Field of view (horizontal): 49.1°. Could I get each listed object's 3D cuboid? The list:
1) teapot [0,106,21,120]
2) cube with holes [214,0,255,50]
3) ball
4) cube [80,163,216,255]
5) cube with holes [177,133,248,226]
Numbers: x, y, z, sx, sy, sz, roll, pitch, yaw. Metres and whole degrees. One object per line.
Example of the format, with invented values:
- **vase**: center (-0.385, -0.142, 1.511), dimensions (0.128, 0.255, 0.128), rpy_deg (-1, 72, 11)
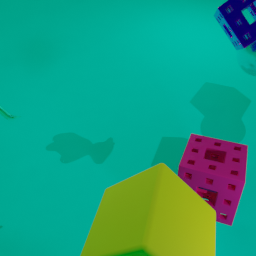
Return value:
- **teapot**: center (-2.696, -0.010, 4.585), dimensions (1.759, 0.861, 1.094), rpy_deg (-30, 15, -20)
- **cube with holes**: center (2.514, -2.332, 5.843), dimensions (0.964, 0.964, 0.964), rpy_deg (-34, 4, 17)
- **ball**: center (3.395, -1.906, 7.065), dimensions (1.231, 1.231, 1.231), rpy_deg (0, 48, 0)
- **cube**: center (0.277, 1.262, 3.283), dimensions (1.056, 1.056, 1.056), rpy_deg (43, 39, -19)
- **cube with holes**: center (1.460, 0.873, 4.968), dimensions (1.006, 1.006, 1.006), rpy_deg (12, 35, 18)
